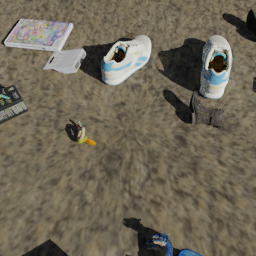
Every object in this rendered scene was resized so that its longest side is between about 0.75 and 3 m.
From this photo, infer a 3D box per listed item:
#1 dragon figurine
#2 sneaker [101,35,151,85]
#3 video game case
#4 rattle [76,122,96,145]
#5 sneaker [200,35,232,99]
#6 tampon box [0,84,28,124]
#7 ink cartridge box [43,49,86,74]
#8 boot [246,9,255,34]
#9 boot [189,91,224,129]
[{"bbox_3d":[1.411,3.182,6.423,2.193,0.645,1.090,15,56,12],"label":"dragon figurine"},{"bbox_3d":[0.036,-2.728,10.337,1.023,1.081,2.675,28,58,20],"label":"sneaker"},{"bbox_3d":[-3.670,-3.883,11.612,2.376,0.214,1.701,8,55,9],"label":"video game case"},{"bbox_3d":[-1.324,0.155,8.791,0.572,0.521,0.801,0,29,-12],"label":"rattle"},{"bbox_3d":[3.263,-2.475,10.087,1.136,1.199,2.968,9,54,8],"label":"sneaker"},{"bbox_3d":[-3.999,-0.774,9.199,1.061,0.670,0.795,-28,60,-19],"label":"tampon box"},{"bbox_3d":[-2.422,-2.545,10.755,1.368,0.390,1.112,-2,51,26],"label":"ink cartridge box"},{"bbox_3d":[6.068,-4.303,11.791,1.671,0.664,1.919,-9,62,-11],"label":"boot"},{"bbox_3d":[2.580,-0.591,9.149,1.063,0.423,1.221,2,82,1],"label":"boot"}]
